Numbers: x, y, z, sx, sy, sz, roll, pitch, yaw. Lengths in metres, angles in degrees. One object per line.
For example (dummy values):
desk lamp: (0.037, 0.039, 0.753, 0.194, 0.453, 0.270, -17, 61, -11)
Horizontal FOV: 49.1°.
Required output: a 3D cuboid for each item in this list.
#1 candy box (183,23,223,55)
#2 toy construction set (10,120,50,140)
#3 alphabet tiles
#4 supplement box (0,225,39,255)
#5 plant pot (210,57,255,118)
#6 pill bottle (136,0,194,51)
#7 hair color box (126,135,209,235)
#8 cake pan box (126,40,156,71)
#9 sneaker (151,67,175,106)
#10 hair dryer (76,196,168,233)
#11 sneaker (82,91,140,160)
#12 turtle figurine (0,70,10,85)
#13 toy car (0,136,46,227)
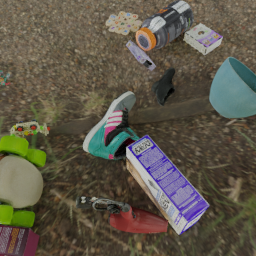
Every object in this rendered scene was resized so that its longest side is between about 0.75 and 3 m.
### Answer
candy box: (3.517, -4.207, 13.191, 1.150, 0.490, 1.371, -36, 64, -21)
toy construction set: (-3.559, 0.163, 10.077, 1.476, 0.968, 0.680, -18, 45, -16)
alphabet tiles: (-0.209, -5.277, 14.119, 1.696, 0.124, 1.659, 17, 59, 11)
supplement box: (-3.592, 3.260, 7.967, 1.778, 0.981, 0.761, 4, 57, 3)
plant pot: (3.978, -1.265, 10.414, 2.311, 1.557, 2.311, 27, 37, -23)
pill bottle: (1.633, -4.631, 12.883, 2.760, 1.466, 1.466, -40, 65, -23)
hair color box: (1.072, 1.733, 8.644, 0.906, 1.527, 2.794, -29, 61, -18)
cake pan box: (0.584, -3.113, 12.127, 0.324, 1.141, 1.239, -45, 59, 20)
sneaker: (1.632, -1.724, 11.509, 0.904, 0.521, 1.734, 34, 70, 30)
hair dryer: (-0.036, 2.528, 7.828, 2.739, 2.086, 0.744, 21, 71, -25)
sneaker: (-0.122, 0.007, 9.961, 1.713, 1.187, 2.838, 27, 68, 22)
turtle figurine: (-5.357, -2.063, 11.786, 0.737, 0.495, 0.984, -21, 43, -29)
toy car: (-4.277, 1.658, 8.503, 2.845, 2.245, 2.337, -1, 66, 13)
